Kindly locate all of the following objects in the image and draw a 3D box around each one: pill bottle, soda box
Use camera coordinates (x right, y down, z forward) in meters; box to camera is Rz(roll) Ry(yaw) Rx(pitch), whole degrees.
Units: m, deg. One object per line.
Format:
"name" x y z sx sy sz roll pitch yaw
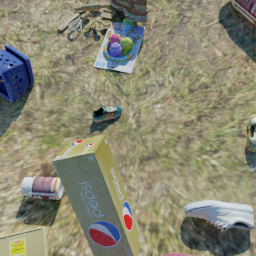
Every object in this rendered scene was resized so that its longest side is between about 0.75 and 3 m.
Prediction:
"pill bottle" 5.179 -5.193 11.232 1.507 1.507 2.750 -22 59 -14
"pill bottle" -2.226 1.558 7.319 0.975 0.557 0.557 4 57 2
"soda box" -0.550 1.572 5.905 0.922 2.722 0.871 -13 19 15

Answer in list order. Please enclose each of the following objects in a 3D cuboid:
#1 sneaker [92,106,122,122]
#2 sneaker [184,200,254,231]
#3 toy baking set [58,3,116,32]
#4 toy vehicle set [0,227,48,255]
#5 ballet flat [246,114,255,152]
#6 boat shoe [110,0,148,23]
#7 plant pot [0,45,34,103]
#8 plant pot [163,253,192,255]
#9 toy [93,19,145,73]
"sneaker" -0.639 -0.501 8.778 0.990 0.396 0.353 -21 59 -13
"sneaker" 2.258 2.176 6.861 1.730 0.632 0.612 2 53 1
"toy baking set" -1.679 -4.537 11.449 2.341 0.272 1.796 -2 52 3
"toy vehicle set" -2.598 2.908 6.648 1.305 0.173 0.811 -10 57 -7
"ballet flat" 3.845 0.057 8.371 0.499 0.499 1.412 18 58 11
"boat shoe" 0.081 -5.197 11.313 1.042 0.988 2.752 -12 45 -27
"plant pot" -3.879 -1.852 9.189 1.307 1.307 1.175 33 55 20
"plant pot" 0.960 3.625 5.140 2.252 2.252 2.016 19 43 12
"toy" -0.283 -3.235 10.484 1.434 0.588 2.490 11 57 8
